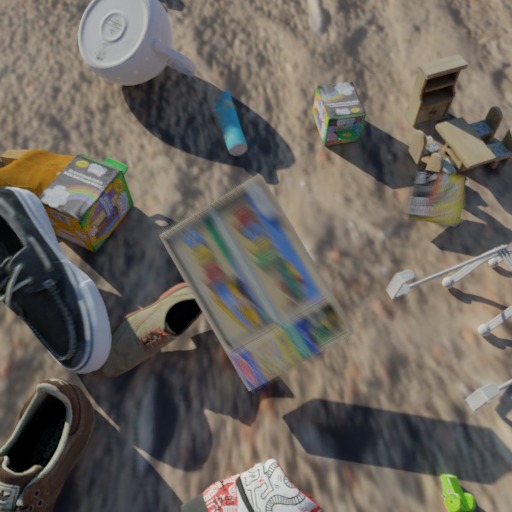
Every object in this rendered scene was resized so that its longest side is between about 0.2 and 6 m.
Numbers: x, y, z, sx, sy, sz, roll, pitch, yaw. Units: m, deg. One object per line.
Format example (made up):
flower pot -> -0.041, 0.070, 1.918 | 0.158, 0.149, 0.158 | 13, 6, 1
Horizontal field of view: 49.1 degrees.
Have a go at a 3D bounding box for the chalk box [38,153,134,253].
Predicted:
chalk box -> -2.822, -1.040, 9.692 | 0.967, 0.962, 1.555 | 23, 60, 17

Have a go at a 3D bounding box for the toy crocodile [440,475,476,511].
toy crocodile -> 2.683, 3.434, 7.237 | 0.403, 0.368, 1.193 | 14, 46, -40

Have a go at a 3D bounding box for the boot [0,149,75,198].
boot -> -4.083, -1.155, 9.874 | 1.479, 0.727, 2.066 | 8, 52, 10

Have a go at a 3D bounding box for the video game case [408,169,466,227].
video game case -> 3.157, -1.015, 9.756 | 0.847, 0.120, 0.937 | 12, 73, 8

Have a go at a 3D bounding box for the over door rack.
over door rack -> 3.370, 0.991, 8.287 | 2.776, 0.925, 2.051 | -12, 56, -32

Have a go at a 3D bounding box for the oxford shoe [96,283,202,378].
oxford shoe -> -1.553, 1.107, 8.281 | 1.945, 0.727, 0.685 | -42, 109, -12

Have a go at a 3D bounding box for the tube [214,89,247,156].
tube -> -0.518, -2.582, 10.887 | 0.354, 0.544, 1.404 | 11, 49, -39

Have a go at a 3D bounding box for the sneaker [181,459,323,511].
sneaker -> 0.382, 3.883, 6.561 | 1.558, 0.971, 2.907 | -26, 59, -13

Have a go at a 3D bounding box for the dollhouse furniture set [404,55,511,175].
dollhouse furniture set -> 3.722, -2.528, 10.422 | 1.717, 1.302, 1.959 | -18, 60, -11

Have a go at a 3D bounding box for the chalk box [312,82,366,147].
chalk box -> 1.624, -2.647, 10.837 | 0.755, 0.751, 1.214 | -8, 59, -7

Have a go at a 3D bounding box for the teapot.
teapot -> -2.453, -4.356, 11.526 | 2.060, 1.524, 2.087 | -21, 75, 20

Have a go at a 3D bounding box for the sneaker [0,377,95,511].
sneaker -> -3.102, 3.115, 6.857 | 1.210, 1.297, 3.435 | 10, 58, 6

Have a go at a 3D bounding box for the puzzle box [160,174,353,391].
puzzle box -> -0.018, 0.377, 7.863 | 1.707, 0.326, 2.566 | -31, 88, 10

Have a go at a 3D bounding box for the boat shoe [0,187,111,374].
boat shoe -> -3.376, 0.345, 8.227 | 1.205, 1.185, 3.342 | -46, 69, 21
